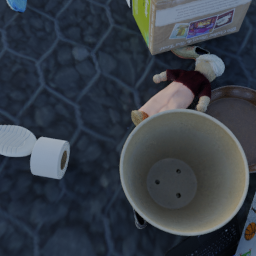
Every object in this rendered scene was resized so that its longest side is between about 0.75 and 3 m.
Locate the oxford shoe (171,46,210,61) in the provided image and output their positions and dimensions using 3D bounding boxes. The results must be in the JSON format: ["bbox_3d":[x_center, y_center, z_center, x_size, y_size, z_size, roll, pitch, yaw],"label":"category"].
[{"bbox_3d":[1.757,-2.168,7.818,1.113,0.411,0.394,18,71,11],"label":"oxford shoe"}]

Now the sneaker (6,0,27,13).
[{"bbox_3d":[-3.142,-4.163,8.125,0.699,0.609,1.554,11,102,41],"label":"sneaker"}]

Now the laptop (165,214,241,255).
[{"bbox_3d":[1.871,2.845,5.528,1.698,1.916,0.990,-30,34,-12],"label":"laptop"}]

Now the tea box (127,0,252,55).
[{"bbox_3d":[1.503,-3.834,7.645,2.711,1.811,2.667,-18,65,-7],"label":"tea box"}]

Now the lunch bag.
[{"bbox_3d":[3.864,2.559,5.238,2.970,1.839,2.525,29,73,1],"label":"lunch bag"}]

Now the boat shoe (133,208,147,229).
[{"bbox_3d":[0.276,1.746,6.337,0.363,0.313,0.999,-5,69,-2],"label":"boat shoe"}]

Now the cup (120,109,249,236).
[{"bbox_3d":[1.020,1.022,5.882,2.360,1.688,2.360,0,68,0],"label":"cup"}]

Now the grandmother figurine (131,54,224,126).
[{"bbox_3d":[1.376,-0.949,7.157,2.858,0.865,1.733,-40,67,-17],"label":"grandmother figurine"}]

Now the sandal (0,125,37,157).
[{"bbox_3d":[-3.054,0.336,6.838,2.031,0.499,0.826,10,53,17],"label":"sandal"}]

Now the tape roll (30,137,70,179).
[{"bbox_3d":[-1.768,0.688,6.445,0.613,0.893,0.893,10,69,4],"label":"tape roll"}]

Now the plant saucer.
[{"bbox_3d":[2.705,0.028,6.980,2.294,0.395,2.294,0,69,-1],"label":"plant saucer"}]
